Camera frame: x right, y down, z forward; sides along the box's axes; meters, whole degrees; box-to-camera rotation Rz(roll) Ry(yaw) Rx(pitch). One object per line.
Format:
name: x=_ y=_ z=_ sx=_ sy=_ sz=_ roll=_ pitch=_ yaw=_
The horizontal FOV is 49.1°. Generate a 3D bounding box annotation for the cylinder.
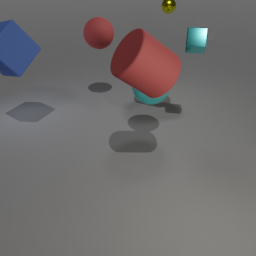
cylinder: x=0.474 y=-1.725 z=7.637 sx=1.400 sy=1.400 sz=1.400 roll=26 pitch=16 yaw=-33

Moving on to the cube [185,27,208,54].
cube: x=2.479 y=-3.168 z=10.176 sx=0.700 sy=0.700 sz=0.700 roll=7 pitch=-5 yaw=10

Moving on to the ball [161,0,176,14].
ball: x=1.937 y=-5.798 z=13.308 sx=0.700 sy=0.700 sz=0.700 roll=0 pitch=30 yaw=0

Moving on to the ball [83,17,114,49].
ball: x=-1.333 y=-4.336 z=12.823 sx=1.400 sy=1.400 sz=1.400 roll=0 pitch=30 yaw=0

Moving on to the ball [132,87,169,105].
ball: x=0.847 y=-1.567 z=10.325 sx=1.400 sy=1.400 sz=1.400 roll=0 pitch=30 yaw=0

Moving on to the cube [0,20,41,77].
cube: x=-4.367 y=-2.851 z=10.168 sx=1.400 sy=1.400 sz=1.400 roll=13 pitch=67 yaw=42
